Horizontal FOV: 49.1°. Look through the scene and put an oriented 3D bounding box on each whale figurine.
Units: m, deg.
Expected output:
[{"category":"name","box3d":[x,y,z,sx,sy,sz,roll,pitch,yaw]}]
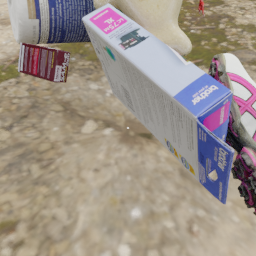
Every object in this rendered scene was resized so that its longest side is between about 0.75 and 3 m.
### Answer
[{"category":"whale figurine","box3d":[0.420,-2.454,5.265,2.095,1.366,2.633,-14,87,6]}]

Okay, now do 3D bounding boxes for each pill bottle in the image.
[{"category":"pill bottle","box3d":[-1.299,-2.889,6.773,2.876,1.596,1.596,-11,44,-26]}]

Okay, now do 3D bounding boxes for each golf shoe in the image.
[{"category":"golf shoe","box3d":[1.640,-0.040,3.495,0.978,0.771,2.124,-14,70,-1]}]

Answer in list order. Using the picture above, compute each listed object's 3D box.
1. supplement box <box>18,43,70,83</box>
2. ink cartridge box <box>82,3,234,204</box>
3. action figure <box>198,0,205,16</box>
[{"category":"supplement box","box3d":[-1.613,-1.251,5.325,1.081,0.588,0.329,20,17,32]},{"category":"ink cartridge box","box3d":[0.484,-0.369,3.834,0.586,1.666,2.793,-34,56,-8]},{"category":"action figure","box3d":[1.186,-3.645,7.297,0.878,1.332,2.691,-11,27,-18]}]
